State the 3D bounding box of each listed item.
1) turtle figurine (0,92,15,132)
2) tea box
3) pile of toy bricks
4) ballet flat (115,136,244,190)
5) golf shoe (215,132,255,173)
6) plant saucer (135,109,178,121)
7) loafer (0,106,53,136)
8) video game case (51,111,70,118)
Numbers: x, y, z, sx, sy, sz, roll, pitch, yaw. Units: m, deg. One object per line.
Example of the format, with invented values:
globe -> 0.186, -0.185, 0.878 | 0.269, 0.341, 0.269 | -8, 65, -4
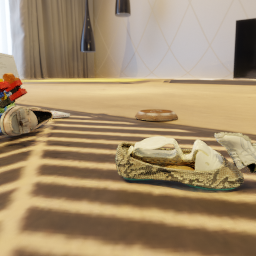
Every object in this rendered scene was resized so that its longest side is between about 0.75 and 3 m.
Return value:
turtle figurine -> -3.979, -0.866, 6.903 | 2.400, 2.475, 1.781 | -8, -11, -7
tea box -> -4.579, -1.273, 7.980 | 2.022, 1.373, 2.055 | -16, -2, 24
pile of toy bricks -> -3.148, -0.701, 5.434 | 2.195, 1.084, 1.218 | -24, 8, 21
ballet flat -> 0.641, 0.416, 3.608 | 1.688, 0.636, 0.573 | 4, 33, 12
golf shoe -> 1.312, 0.289, 3.272 | 0.753, 0.366, 0.295 | 23, -16, -20
plant saucer -> 0.878, -0.428, 8.676 | 1.341, 0.215, 1.341 | 1, 10, 0
loafer -> -2.368, -0.241, 6.750 | 0.585, 0.669, 1.860 | -3, 10, 4
video game case -> -2.507, -0.432, 8.921 | 0.904, 0.114, 0.992 | -8, 14, -44
